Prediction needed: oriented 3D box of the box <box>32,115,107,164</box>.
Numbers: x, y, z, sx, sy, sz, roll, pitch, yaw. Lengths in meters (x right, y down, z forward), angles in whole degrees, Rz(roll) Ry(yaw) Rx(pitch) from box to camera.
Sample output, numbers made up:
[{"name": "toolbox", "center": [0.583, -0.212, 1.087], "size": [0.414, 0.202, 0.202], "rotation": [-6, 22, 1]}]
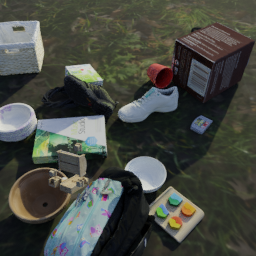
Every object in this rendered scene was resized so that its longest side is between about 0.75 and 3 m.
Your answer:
[{"name": "box", "center": [-2.199, 0.398, 10.823], "size": [2.689, 0.489, 1.941], "rotation": [-6, 46, -4]}]

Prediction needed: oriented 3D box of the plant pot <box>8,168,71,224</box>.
[{"name": "plant pot", "center": [-2.696, 2.235, 8.841], "size": [1.843, 0.851, 1.843], "rotation": [0, 47, 0]}]

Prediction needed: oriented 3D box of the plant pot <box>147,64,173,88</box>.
[{"name": "plant pot", "center": [1.456, -2.547, 13.325], "size": [1.058, 1.058, 0.936], "rotation": [-22, 40, -20]}]

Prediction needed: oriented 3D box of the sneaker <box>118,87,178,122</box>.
[{"name": "sneaker", "center": [0.848, -1.134, 11.771], "size": [2.737, 1.211, 1.030], "rotation": [-18, 51, -16]}]

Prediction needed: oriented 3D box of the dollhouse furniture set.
[{"name": "dollhouse furniture set", "center": [-1.553, 0.953, 7.683], "size": [1.239, 1.453, 0.709], "rotation": [10, 19, 30]}]

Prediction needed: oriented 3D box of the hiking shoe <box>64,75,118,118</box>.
[{"name": "hiking shoe", "center": [-1.595, -1.468, 12.016], "size": [2.478, 0.939, 1.248], "rotation": [38, 34, -9]}]

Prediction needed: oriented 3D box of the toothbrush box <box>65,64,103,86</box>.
[{"name": "toothbrush box", "center": [-2.047, -2.225, 12.939], "size": [1.226, 0.725, 1.684], "rotation": [-12, 41, -26]}]

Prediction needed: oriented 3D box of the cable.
[{"name": "cable", "center": [-3.012, -1.378, 12.379], "size": [1.689, 0.429, 1.378], "rotation": [-9, 50, -21]}]

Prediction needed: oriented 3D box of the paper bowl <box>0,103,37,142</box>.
[{"name": "paper bowl", "center": [-4.464, -0.142, 11.063], "size": [1.675, 0.871, 1.675], "rotation": [0, 47, 0]}]

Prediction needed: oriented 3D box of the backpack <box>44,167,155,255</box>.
[{"name": "backpack", "center": [-0.704, 2.807, 7.523], "size": [1.885, 2.485, 2.978], "rotation": [7, 46, 35]}]

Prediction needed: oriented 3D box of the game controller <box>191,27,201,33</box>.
[{"name": "game controller", "center": [4.543, -4.864, 15.681], "size": [1.443, 0.582, 2.766], "rotation": [-5, 46, -12]}]

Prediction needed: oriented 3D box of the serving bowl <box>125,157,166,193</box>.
[{"name": "serving bowl", "center": [0.582, 1.667, 9.619], "size": [1.419, 0.467, 1.419], "rotation": [1, 43, -1]}]

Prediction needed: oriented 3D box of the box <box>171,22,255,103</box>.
[{"name": "box", "center": [3.750, -3.037, 12.826], "size": [2.733, 2.267, 2.244], "rotation": [-29, 53, -25]}]

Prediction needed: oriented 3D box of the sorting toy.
[{"name": "sorting toy", "center": [1.486, 2.654, 8.850], "size": [1.318, 0.260, 1.424], "rotation": [-35, 56, -28]}]

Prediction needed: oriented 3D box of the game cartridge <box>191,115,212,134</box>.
[{"name": "game cartridge", "center": [3.006, -0.152, 11.571], "size": [0.608, 0.187, 0.913], "rotation": [28, 52, 29]}]

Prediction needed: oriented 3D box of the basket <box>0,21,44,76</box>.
[{"name": "basket", "center": [-5.488, -4.008, 14.059], "size": [2.248, 1.825, 2.269], "rotation": [-5, 46, -5]}]
